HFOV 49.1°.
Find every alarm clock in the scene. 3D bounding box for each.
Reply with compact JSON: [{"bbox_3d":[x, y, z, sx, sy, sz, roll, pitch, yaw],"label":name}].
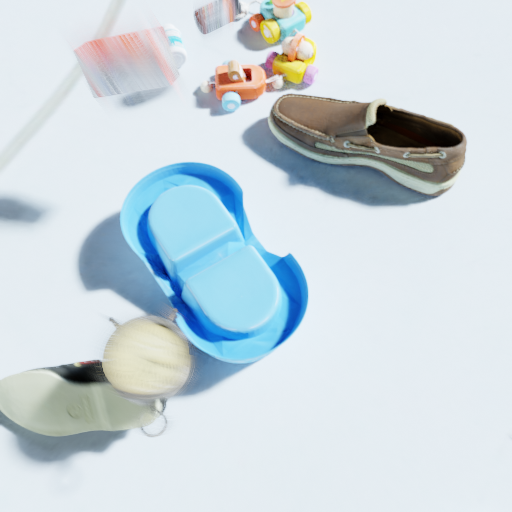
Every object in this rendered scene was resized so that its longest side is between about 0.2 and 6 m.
[{"bbox_3d":[-1.281,1.403,6.690,1.007,0.497,1.493,-6,63,-8],"label":"alarm clock"}]

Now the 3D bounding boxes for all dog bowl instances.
[{"bbox_3d":[-0.639,0.114,8.299,1.885,0.838,3.381,-30,67,-14],"label":"dog bowl"}]

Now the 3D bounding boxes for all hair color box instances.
[{"bbox_3d":[-1.749,-2.603,7.589,1.236,0.685,0.395,-4,39,19],"label":"hair color box"}]

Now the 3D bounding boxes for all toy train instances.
[{"bbox_3d":[0.085,-4.058,10.468,2.173,0.805,2.894,1,63,0],"label":"toy train"}]

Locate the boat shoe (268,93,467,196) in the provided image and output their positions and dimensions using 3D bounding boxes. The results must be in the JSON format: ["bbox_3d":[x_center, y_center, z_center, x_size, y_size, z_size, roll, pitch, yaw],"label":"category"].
[{"bbox_3d":[1.823,-2.163,9.234,3.365,1.245,1.243,18,64,9],"label":"boat shoe"}]

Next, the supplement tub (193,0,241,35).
[{"bbox_3d":[-0.637,-4.068,9.418,0.767,0.410,0.410,-29,66,-9],"label":"supplement tub"}]

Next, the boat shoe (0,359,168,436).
[{"bbox_3d":[-2.297,1.851,7.496,2.396,0.751,0.877,-3,100,12],"label":"boat shoe"}]

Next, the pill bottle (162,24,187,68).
[{"bbox_3d":[-1.605,-4.011,10.639,0.458,0.458,0.826,-13,63,-6],"label":"pill bottle"}]
